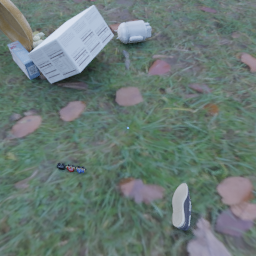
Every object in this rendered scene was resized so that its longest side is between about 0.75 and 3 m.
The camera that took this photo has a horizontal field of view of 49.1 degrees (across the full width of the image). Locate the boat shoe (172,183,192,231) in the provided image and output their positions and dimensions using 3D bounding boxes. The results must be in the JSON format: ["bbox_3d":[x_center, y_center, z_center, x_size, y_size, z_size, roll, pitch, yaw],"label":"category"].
[{"bbox_3d":[1.592,2.267,8.066,0.439,0.508,1.399,40,42,-23],"label":"boat shoe"}]

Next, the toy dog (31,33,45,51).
[{"bbox_3d":[-4.009,-3.519,12.448,1.145,0.824,1.181,-12,54,-9],"label":"toy dog"}]

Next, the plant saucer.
[{"bbox_3d":[-4.846,-4.451,11.545,2.819,2.819,0.499,34,69,24],"label":"plant saucer"}]

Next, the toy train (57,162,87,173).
[{"bbox_3d":[-1.804,1.285,8.927,0.985,0.168,0.226,8,55,7],"label":"toy train"}]

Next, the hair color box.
[{"bbox_3d":[-4.415,-2.892,11.891,0.516,0.843,1.703,-32,58,-22],"label":"hair color box"}]

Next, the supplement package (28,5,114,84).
[{"bbox_3d":[-2.262,-3.338,11.284,2.071,1.474,2.659,-8,39,43],"label":"supplement package"}]

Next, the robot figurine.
[{"bbox_3d":[0.232,-4.501,13.140,1.672,0.944,1.418,-11,46,-9],"label":"robot figurine"}]
